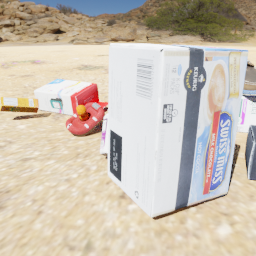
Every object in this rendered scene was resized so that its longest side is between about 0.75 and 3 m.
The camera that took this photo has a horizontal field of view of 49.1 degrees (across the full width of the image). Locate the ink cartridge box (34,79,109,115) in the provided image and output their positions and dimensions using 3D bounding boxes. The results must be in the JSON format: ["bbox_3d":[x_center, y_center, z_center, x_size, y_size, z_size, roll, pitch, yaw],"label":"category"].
[{"bbox_3d":[-2.071,-1.152,10.514,2.430,0.817,1.412,10,32,24],"label":"ink cartridge box"}]

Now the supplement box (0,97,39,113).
[{"bbox_3d":[-3.623,-0.765,9.344,1.197,0.398,0.412,2,59,-30],"label":"supplement box"}]

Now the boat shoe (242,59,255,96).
[{"bbox_3d":[3.211,-1.762,8.467,0.932,0.934,2.580,-31,35,-13],"label":"boat shoe"}]

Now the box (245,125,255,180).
[{"bbox_3d":[3.439,0.582,5.992,1.655,0.863,1.225,7,21,19],"label":"box"}]

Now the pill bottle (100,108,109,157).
[{"bbox_3d":[-0.267,0.052,6.698,0.697,1.241,0.697,5,-15,1],"label":"pill bottle"}]

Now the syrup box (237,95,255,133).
[{"bbox_3d":[2.727,-0.646,8.937,2.872,1.131,1.170,5,21,13],"label":"syrup box"}]

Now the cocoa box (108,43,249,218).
[{"bbox_3d":[0.767,-0.134,5.184,1.772,2.700,1.801,-7,19,-27],"label":"cocoa box"}]

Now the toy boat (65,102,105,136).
[{"bbox_3d":[-1.300,-0.356,8.168,1.214,0.794,0.792,-43,56,-15],"label":"toy boat"}]
